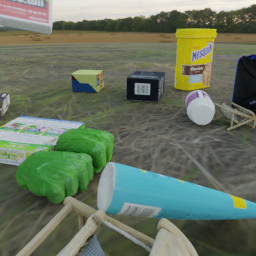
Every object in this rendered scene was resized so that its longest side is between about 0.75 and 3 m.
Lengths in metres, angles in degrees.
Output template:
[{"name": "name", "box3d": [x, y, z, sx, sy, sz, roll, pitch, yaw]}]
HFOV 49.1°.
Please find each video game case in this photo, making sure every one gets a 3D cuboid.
[{"name": "video game case", "box3d": [-2.383, -2.852, 5.532, 1.743, 0.213, 2.438, 4, 54, -20]}]

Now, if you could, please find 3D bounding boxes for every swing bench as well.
[{"name": "swing bench", "box3d": [-0.231, 1.688, 2.587, 1.756, 1.139, 1.747, 6, 20, 19]}, {"name": "swing bench", "box3d": [3.362, -0.407, 8.864, 0.981, 0.636, 0.976, -5, 21, -14]}]

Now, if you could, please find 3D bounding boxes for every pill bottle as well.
[{"name": "pill bottle", "box3d": [2.361, -0.654, 9.186, 0.877, 0.877, 1.562, 3, 21, 8]}]

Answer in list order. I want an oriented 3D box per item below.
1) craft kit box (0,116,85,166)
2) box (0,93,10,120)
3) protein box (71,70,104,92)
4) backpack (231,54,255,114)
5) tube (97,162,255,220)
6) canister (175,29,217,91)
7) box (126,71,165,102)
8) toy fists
[{"name": "craft kit box", "box3d": [-2.489, 0.285, 7.280, 2.114, 0.513, 2.088, 6, 19, 16]}, {"name": "box", "box3d": [-5.200, -0.761, 10.009, 1.559, 0.476, 1.969, -4, 21, -11]}, {"name": "protein box", "box3d": [-1.921, -2.282, 13.520, 1.249, 0.849, 1.258, 3, 21, 8]}, {"name": "backpack", "box3d": [5.237, -1.541, 9.755, 2.618, 2.127, 2.196, 11, 22, 30]}, {"name": "tube", "box3d": [0.852, 1.045, 3.948, 2.531, 0.638, 0.980, 15, -14, -20]}, {"name": "canister", "box3d": [3.216, -3.332, 13.570, 2.061, 2.774, 1.201, -15, 25, -34]}, {"name": "box", "box3d": [0.801, -1.843, 12.146, 1.376, 0.993, 1.855, 5, 21, 14]}, {"name": "toy fists", "box3d": [-1.085, 0.677, 5.798, 1.201, 0.810, 2.357, 1, 21, 23]}]
